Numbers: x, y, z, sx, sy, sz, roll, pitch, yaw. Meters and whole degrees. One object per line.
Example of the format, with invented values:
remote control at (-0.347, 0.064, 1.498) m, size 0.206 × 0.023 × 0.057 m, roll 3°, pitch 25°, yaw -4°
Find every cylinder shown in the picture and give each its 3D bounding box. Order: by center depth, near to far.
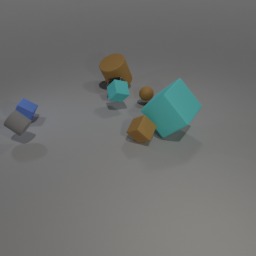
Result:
cylinder at (-4.024, -0.181, 10.233) m, size 0.700 × 0.700 × 0.700 m, roll 36°, pitch 31°, yaw -8°
cylinder at (-0.630, -2.971, 14.868) m, size 1.400 × 1.400 × 1.400 m, roll -12°, pitch 48°, yaw 14°

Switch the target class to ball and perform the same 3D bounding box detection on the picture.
ball at (0.873, -1.625, 13.275) m, size 0.700 × 0.700 × 0.700 m, roll 0°, pitch 30°, yaw 0°

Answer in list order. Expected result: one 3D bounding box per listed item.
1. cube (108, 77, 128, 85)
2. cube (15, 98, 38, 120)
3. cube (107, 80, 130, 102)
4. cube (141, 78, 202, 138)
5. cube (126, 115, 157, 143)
cube at (-0.523, -2.057, 14.047) m, size 0.700 × 0.700 × 0.700 m, roll -3°, pitch 67°, yaw 31°
cube at (-4.368, -0.710, 11.924) m, size 0.700 × 0.700 × 0.700 m, roll 27°, pitch 28°, yaw -13°
cube at (-0.443, -1.661, 12.593) m, size 0.700 × 0.700 × 0.700 m, roll 4°, pitch 65°, yaw -35°
cube at (1.645, -0.746, 10.602) m, size 1.400 × 1.400 × 1.400 m, roll -33°, pitch 9°, yaw 48°
cube at (0.503, 0.051, 10.416) m, size 0.700 × 0.700 × 0.700 m, roll -16°, pitch 40°, yaw 52°
